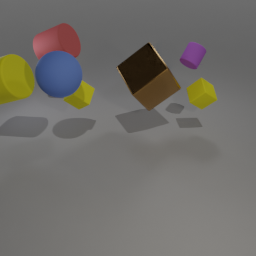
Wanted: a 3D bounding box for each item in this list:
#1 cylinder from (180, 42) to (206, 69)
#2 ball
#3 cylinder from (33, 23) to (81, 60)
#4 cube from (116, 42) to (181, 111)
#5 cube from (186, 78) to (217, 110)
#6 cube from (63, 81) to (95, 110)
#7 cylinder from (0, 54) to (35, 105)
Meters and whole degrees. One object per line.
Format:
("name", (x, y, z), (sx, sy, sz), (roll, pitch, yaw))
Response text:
("cylinder", (2.297, -2.555, 9.919), (0.700, 0.700, 0.700), (29, -1, 1))
("ball", (-2.098, -1.629, 8.534), (1.400, 1.400, 1.400), (0, 31, 0))
("cylinder", (-2.921, -3.417, 11.585), (1.400, 1.400, 1.400), (-11, 24, 28))
("cube", (0.716, -1.714, 9.565), (1.400, 1.400, 1.400), (-35, 58, 12))
("cube", (2.599, -1.204, 9.894), (0.700, 0.700, 0.700), (23, 48, -34))
("cube", (-1.714, -1.176, 9.825), (0.700, 0.700, 0.700), (-18, 50, 47))
("cylinder", (-3.998, -1.503, 8.959), (1.400, 1.400, 1.400), (-9, 27, 23))
